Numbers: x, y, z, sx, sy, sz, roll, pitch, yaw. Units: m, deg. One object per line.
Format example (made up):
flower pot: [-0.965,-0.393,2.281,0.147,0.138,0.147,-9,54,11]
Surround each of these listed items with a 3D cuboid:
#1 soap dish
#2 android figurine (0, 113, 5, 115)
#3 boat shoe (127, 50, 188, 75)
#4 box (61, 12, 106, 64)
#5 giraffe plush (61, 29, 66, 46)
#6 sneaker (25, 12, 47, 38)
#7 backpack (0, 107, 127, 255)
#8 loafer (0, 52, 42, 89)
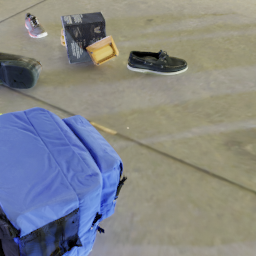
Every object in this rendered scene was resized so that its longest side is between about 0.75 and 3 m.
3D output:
soap dish: [-0.864,-2.669,9.778,0.974,0.766,0.395,-25,49,3]
android figurine: [-3.833,0.070,7.271,1.538,0.316,1.400,-11,63,18]
boat shoe: [1.038,-2.381,9.730,2.121,0.703,0.793,8,46,7]
box: [-1.531,-3.232,10.042,1.470,1.445,0.863,-11,46,-11]
giraffe plush: [-2.159,-3.647,10.994,0.734,0.781,0.905,15,64,-2]
sneaker: [-3.916,-4.294,11.612,0.633,0.672,1.642,-28,52,-25]
backpack: [-1.317,1.286,4.818,2.234,2.662,2.163,-13,46,-30]
loafer: [-4.336,-2.021,9.246,2.992,1.089,1.082,12,38,-1]
